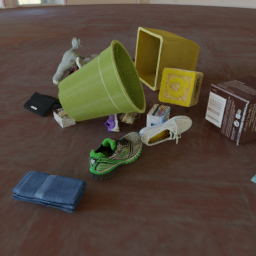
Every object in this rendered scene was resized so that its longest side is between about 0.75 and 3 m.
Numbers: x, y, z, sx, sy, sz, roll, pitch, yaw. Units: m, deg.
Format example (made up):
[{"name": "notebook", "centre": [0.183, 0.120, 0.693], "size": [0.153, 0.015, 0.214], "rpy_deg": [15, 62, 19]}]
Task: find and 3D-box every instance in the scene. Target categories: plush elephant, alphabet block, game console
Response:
[{"name": "plush elephant", "centre": [-2.396, -3.148, 14.726], "size": [2.007, 2.592, 2.135], "rpy_deg": [41, 39, 23]}, {"name": "alphabet block", "centre": [2.381, -1.848, 12.512], "size": [1.486, 1.494, 1.522], "rpy_deg": [13, 15, 25]}, {"name": "game console", "centre": [-3.725, -1.028, 12.846], "size": [1.549, 0.902, 1.362], "rpy_deg": [23, 68, 34]}]

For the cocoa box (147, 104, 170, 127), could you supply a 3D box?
[{"name": "cocoa box", "centre": [1.235, -0.417, 11.281], "size": [0.678, 0.689, 1.033], "rpy_deg": [12, 33, 19]}]

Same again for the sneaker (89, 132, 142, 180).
[{"name": "sneaker", "centre": [-0.305, 0.705, 9.102], "size": [0.920, 1.005, 2.358], "rpy_deg": [20, 35, 30]}]

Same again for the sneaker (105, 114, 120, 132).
[{"name": "sneaker", "centre": [-0.679, -0.303, 11.300], "size": [0.542, 0.524, 1.299], "rpy_deg": [-9, 32, -3]}]

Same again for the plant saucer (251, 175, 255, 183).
[{"name": "plant saucer", "centre": [4.646, 1.780, 8.115], "size": [0.677, 0.184, 1.936], "rpy_deg": [-26, 40, -36]}]

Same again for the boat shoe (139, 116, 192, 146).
[{"name": "boat shoe", "centre": [1.532, 0.176, 10.201], "size": [2.135, 0.789, 0.910], "rpy_deg": [-14, 33, -18]}]

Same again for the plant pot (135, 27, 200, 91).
[{"name": "plant pot", "centre": [2.215, -3.836, 15.278], "size": [2.797, 2.716, 2.734], "rpy_deg": [-7, 31, -23]}]

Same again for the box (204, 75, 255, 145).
[{"name": "box", "centre": [4.441, -0.762, 10.756], "size": [2.198, 1.824, 1.805], "rpy_deg": [-16, 34, -25]}]

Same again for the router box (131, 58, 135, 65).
[{"name": "router box", "centre": [-0.156, -3.942, 17.416], "size": [1.774, 0.463, 1.395], "rpy_deg": [19, 36, 29]}]

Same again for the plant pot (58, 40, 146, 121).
[{"name": "plant pot", "centre": [-1.104, -1.496, 10.866], "size": [2.722, 2.866, 2.866], "rpy_deg": [-19, 26, 19]}]

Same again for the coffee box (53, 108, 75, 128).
[{"name": "coffee box", "centre": [-2.651, -0.455, 11.629], "size": [0.576, 0.401, 1.007], "rpy_deg": [-18, 35, -28]}]

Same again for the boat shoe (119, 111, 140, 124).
[{"name": "boat shoe", "centre": [0.179, -0.636, 11.874], "size": [0.698, 0.657, 1.833], "rpy_deg": [30, 34, -1]}]

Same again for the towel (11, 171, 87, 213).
[{"name": "towel", "centre": [-2.181, 1.744, 7.895], "size": [1.893, 0.459, 1.057], "rpy_deg": [7, 31, 13]}]
